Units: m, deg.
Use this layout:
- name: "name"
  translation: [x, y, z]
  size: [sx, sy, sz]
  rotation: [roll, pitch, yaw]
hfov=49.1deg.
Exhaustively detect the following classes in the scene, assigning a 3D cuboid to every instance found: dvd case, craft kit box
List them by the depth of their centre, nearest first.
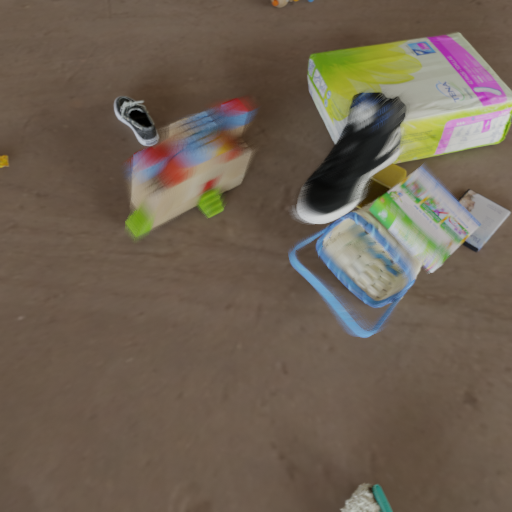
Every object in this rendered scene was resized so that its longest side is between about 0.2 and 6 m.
- name: "craft kit box"
  translation: [3.102, -0.703, 10.223]
  size: [1.580, 0.388, 1.600]
  rotation: [-33, 76, -38]
- name: "dvd case"
  translation: [4.675, -0.788, 12.099]
  size: [1.036, 0.127, 1.452]
  rotation: [36, 61, 23]

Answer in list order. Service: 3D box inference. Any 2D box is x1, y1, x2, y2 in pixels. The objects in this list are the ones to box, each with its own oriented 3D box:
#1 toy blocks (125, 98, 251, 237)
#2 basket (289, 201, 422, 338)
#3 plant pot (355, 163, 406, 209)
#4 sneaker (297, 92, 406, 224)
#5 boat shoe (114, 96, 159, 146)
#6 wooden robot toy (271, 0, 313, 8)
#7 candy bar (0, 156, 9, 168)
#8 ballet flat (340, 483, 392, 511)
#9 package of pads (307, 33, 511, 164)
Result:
- name: "toy blocks"
  translation: [-1.276, -1.924, 11.417]
  size: [3.182, 2.175, 1.590]
  rotation: [-30, 72, -26]
- name: "basket"
  translation: [1.966, 0.180, 10.345]
  size: [2.294, 1.596, 2.023]
  rotation: [-34, 79, -38]
- name: "plant pot"
  translation: [2.724, -1.546, 12.185]
  size: [0.976, 0.970, 0.999]
  rotation: [35, 55, 23]
- name: "sneaker"
  translation: [1.671, -1.975, 10.082]
  size: [1.061, 1.625, 2.905]
  rotation: [27, 54, 27]
- name: "boat shoe"
  translation: [-3.003, -3.490, 13.783]
  size: [0.693, 0.641, 1.877]
  rotation: [-23, 57, -16]
- name: "wooden robot toy"
  translation: [0.728, -8.182, 17.107]
  size: [2.488, 1.096, 1.129]
  rotation: [27, 69, 19]
- name: "candy bar"
  translation: [-6.628, -2.042, 12.993]
  size: [1.696, 0.188, 0.423]
  rotation: [-14, 51, -10]
- name: "ballet flat"
  translation: [1.983, 4.460, 7.934]
  size: [0.856, 0.856, 2.387]
  rotation: [-19, 53, -14]
- name: "package of pads"
  translation: [3.651, -3.759, 13.507]
  size: [4.178, 1.425, 3.228]
  rotation: [-12, 53, -7]
